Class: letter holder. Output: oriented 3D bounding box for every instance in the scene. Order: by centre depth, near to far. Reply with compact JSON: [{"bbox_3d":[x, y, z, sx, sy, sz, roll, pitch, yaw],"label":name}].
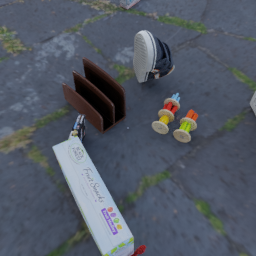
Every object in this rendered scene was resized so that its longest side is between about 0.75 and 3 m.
[{"bbox_3d":[-1.029,-1.017,8.265,0.958,1.354,1.905,-36,63,-25],"label":"letter holder"}]

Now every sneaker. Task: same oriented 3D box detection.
[{"bbox_3d":[0.788,-2.121,8.169,1.106,2.785,1.092,-15,88,-2],"label":"sneaker"}]

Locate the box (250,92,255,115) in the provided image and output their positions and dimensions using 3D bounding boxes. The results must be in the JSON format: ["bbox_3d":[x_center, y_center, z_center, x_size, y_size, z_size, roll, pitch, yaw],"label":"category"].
[{"bbox_3d":[4.925,-0.526,6.932,1.935,2.960,2.945,-6,55,-4],"label":"box"}]

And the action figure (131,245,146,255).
[{"bbox_3d":[0.107,2.607,5.031,1.195,2.414,0.788,-39,53,3],"label":"action figure"}]

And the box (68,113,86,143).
[{"bbox_3d":[-1.386,0.293,7.502,0.250,1.006,0.998,16,56,0],"label":"box"}]

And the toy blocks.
[{"bbox_3d":[1.533,-0.385,8.345,1.200,0.523,1.440,21,57,15],"label":"toy blocks"}]

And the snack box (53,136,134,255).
[{"bbox_3d":[-0.734,1.656,6.103,0.665,1.785,2.511,-25,58,-17],"label":"snack box"}]

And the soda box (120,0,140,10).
[{"bbox_3d":[0.224,-5.717,12.178,0.433,0.466,1.363,32,60,20],"label":"soda box"}]
